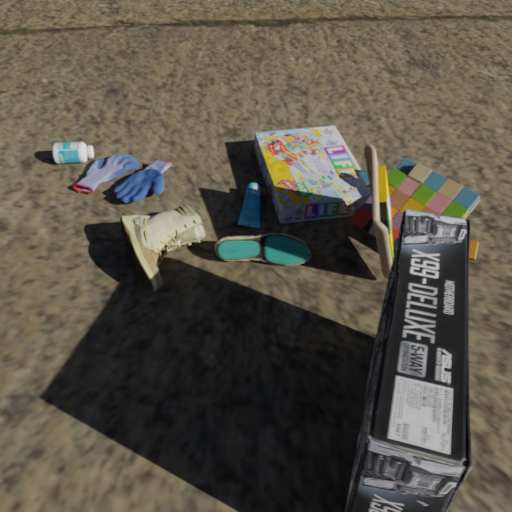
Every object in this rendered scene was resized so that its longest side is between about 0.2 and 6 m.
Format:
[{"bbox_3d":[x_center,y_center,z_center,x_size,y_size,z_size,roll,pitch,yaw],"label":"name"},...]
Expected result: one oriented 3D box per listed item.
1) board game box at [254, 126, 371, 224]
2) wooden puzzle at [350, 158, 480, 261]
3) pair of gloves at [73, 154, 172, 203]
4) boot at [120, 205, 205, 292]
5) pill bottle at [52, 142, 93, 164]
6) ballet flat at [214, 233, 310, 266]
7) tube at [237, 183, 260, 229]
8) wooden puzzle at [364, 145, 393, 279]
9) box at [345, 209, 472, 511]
[{"bbox_3d":[1.180,-1.872,12.305,1.978,0.503,2.942,-7,42,-9],"label":"board game box"},{"bbox_3d":[2.994,-0.854,10.628,2.919,0.205,1.731,38,85,32],"label":"wooden puzzle"},{"bbox_3d":[-2.847,-1.727,12.318,2.099,0.239,1.687,15,44,21],"label":"pair of gloves"},{"bbox_3d":[-1.601,-0.220,10.292,1.447,0.674,1.871,-14,46,-19],"label":"boot"},{"bbox_3d":[-4.215,-2.378,12.927,0.850,0.471,0.471,-3,41,-3],"label":"pill bottle"},{"bbox_3d":[0.124,-0.176,10.361,1.768,0.596,0.551,5,14,2],"label":"ballet flat"},{"bbox_3d":[-0.097,-1.020,11.529,0.461,0.300,1.192,6,46,0],"label":"tube"},{"bbox_3d":[2.187,-0.749,9.692,0.339,1.684,1.821,-9,55,14],"label":"wooden puzzle"},{"bbox_3d":[1.775,1.564,6.673,0.868,2.751,3.488,11,41,12],"label":"box"}]
